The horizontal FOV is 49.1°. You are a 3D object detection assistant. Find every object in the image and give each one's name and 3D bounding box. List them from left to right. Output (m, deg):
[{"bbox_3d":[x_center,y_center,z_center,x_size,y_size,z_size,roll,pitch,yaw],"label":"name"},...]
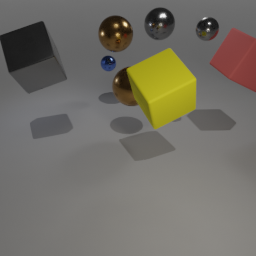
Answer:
[{"bbox_3d":[-2.921,-2.172,8.793,1.400,1.400,1.400,-21,71,-4],"label":"cube"},{"bbox_3d":[-0.877,-2.884,12.523,0.700,0.700,0.700,0,29,0],"label":"ball"},{"bbox_3d":[-0.492,-3.754,11.202,1.400,1.400,1.400,0,29,0],"label":"ball"},{"bbox_3d":[0.137,-1.468,9.909,1.400,1.400,1.400,0,29,0],"label":"ball"},{"bbox_3d":[1.432,-4.720,12.724,1.400,1.400,1.400,0,29,0],"label":"ball"},{"bbox_3d":[0.972,-1.093,7.968,1.400,1.400,1.400,-27,58,-4],"label":"cube"},{"bbox_3d":[2.442,-3.045,8.625,0.700,0.700,0.700,0,29,0],"label":"ball"},{"bbox_3d":[3.956,-2.302,9.500,1.400,1.400,1.400,18,27,-26],"label":"cube"}]
